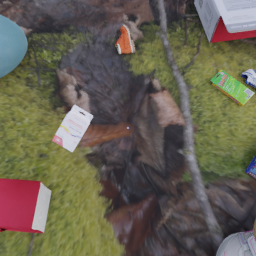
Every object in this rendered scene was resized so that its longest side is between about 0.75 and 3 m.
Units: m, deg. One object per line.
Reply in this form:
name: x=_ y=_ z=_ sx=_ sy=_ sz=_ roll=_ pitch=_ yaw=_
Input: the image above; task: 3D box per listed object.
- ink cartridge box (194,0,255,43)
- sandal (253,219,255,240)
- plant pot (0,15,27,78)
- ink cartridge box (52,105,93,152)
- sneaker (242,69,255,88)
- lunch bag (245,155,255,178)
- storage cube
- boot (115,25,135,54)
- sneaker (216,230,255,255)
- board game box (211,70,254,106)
ink cartridge box: x=4.062 y=-3.864 z=9.230 sx=2.987 sy=1.252 sz=2.622 roll=-8 pitch=65 yaw=-4
sandal: x=3.549 y=1.398 z=4.458 sx=2.914 sy=0.958 sz=1.068 roll=-8 pitch=89 yaw=-12
plant pot: x=-3.874 y=-2.555 z=8.429 sx=1.981 sy=1.981 sz=1.334 roll=40 pitch=43 yaw=17
ink cartridge box: x=-1.245 y=0.008 z=6.343 sx=0.543 sy=0.315 sz=0.933 roll=31 pitch=109 yaw=-6
sneaker: x=3.843 y=-1.388 z=8.605 sx=0.406 sy=0.347 sz=0.922 roll=-22 pitch=58 yaw=0
lunch bag: x=4.038 y=0.844 z=7.412 sx=1.132 sy=0.707 sz=1.504 roll=35 pitch=57 yaw=16
storage cube: x=-2.551 y=1.844 z=6.626 sx=1.100 sy=1.046 sz=1.224 roll=5 pitch=64 yaw=1
boot: x=-0.176 y=-2.935 z=9.281 sx=0.601 sy=0.420 sz=1.121 roll=-14 pitch=66 yaw=-1
sneaker: x=3.122 y=2.627 z=6.223 sx=2.470 sy=1.090 sz=1.005 roll=-21 pitch=66 yaw=-10
board game box: x=3.174 y=-1.241 z=8.588 sx=0.595 sy=0.187 sz=1.246 roll=-41 pitch=74 yaw=-18
